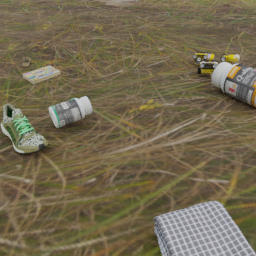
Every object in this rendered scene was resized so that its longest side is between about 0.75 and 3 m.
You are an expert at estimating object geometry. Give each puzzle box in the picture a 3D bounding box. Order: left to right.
[{"bbox_3d":[-4.410,-2.752,14.334,1.061,0.203,1.594,30,46,35],"label":"puzzle box"}]

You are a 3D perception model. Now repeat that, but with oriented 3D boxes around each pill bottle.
[{"bbox_3d":[-2.142,-0.631,10.528,1.461,0.826,0.826,-23,42,-20],"label":"pill bottle"},{"bbox_3d":[5.005,-1.955,12.206,1.436,1.436,2.468,-25,43,-31],"label":"pill bottle"}]

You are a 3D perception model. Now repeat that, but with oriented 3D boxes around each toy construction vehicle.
[{"bbox_3d":[4.546,-3.279,14.667,2.401,0.846,2.090,6,32,16],"label":"toy construction vehicle"}]

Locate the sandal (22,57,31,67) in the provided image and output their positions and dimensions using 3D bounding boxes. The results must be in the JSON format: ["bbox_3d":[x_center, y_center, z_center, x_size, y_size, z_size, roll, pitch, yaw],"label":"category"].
[{"bbox_3d":[-5.666,-3.733,15.577,0.487,0.327,1.212,-7,37,-10],"label":"sandal"}]

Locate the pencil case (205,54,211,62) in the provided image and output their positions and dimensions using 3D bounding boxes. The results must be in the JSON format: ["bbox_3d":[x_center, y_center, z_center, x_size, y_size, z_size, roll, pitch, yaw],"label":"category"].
[{"bbox_3d":[4.428,-3.921,15.827,0.347,0.341,0.812,23,42,28],"label":"pencil case"}]

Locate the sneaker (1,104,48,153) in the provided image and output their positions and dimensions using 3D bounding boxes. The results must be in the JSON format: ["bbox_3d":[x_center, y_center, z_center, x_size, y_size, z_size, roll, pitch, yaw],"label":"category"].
[{"bbox_3d":[-3.777,-0.041,9.777,2.640,1.170,1.015,30,45,34],"label":"sneaker"}]

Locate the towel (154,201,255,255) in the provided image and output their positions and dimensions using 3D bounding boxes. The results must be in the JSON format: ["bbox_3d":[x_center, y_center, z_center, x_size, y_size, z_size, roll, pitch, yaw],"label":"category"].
[{"bbox_3d":[1.724,2.721,6.197,1.785,0.922,2.155,-11,38,-13],"label":"towel"}]
